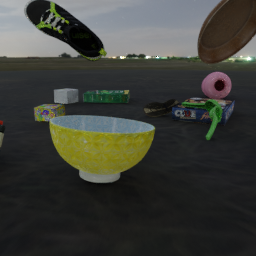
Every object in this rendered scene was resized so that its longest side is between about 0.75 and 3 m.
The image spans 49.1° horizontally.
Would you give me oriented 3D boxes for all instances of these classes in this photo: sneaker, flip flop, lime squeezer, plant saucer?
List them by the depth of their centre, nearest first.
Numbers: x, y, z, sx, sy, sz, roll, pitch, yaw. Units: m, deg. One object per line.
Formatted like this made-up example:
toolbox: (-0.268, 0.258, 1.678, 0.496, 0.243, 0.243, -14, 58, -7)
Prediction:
sneaker: (-1.679, -2.843, 7.859, 2.594, 0.930, 1.074, 30, 0, -11)
plant saucer: (3.049, -3.077, 8.399, 2.553, 2.553, 0.467, -10, 53, -34)
lime squeezer: (2.517, -0.503, 8.868, 0.984, 0.526, 2.787, -6, 26, -1)
flip flop: (1.303, -0.744, 10.918, 1.529, 0.620, 0.440, -17, -19, -21)

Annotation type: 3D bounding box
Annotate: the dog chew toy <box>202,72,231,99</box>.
dog chew toy: (4.712, -2.301, 15.377, 1.452, 1.452, 2.331, 0, 7, 1)

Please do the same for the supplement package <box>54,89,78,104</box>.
supplement package: (-3.053, -1.584, 13.860, 0.833, 0.641, 0.871, 8, 15, 27)

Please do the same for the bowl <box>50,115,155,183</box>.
bowl: (-0.485, 0.401, 5.227, 1.925, 1.036, 1.925, 4, 9, -1)

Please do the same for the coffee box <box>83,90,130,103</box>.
coffee box: (-1.048, -1.633, 14.343, 2.236, 0.492, 1.375, 1, 15, 4)

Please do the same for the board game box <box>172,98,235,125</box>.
board game box: (2.998, -0.721, 10.836, 1.864, 0.476, 2.751, 7, 16, 24)

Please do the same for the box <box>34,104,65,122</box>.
box: (-2.836, -0.557, 10.196, 0.814, 0.496, 0.784, 3, 16, 12)

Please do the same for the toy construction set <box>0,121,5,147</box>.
toy construction set: (-3.795, 0.154, 5.704, 2.960, 1.364, 1.941, 21, 1, 38)
